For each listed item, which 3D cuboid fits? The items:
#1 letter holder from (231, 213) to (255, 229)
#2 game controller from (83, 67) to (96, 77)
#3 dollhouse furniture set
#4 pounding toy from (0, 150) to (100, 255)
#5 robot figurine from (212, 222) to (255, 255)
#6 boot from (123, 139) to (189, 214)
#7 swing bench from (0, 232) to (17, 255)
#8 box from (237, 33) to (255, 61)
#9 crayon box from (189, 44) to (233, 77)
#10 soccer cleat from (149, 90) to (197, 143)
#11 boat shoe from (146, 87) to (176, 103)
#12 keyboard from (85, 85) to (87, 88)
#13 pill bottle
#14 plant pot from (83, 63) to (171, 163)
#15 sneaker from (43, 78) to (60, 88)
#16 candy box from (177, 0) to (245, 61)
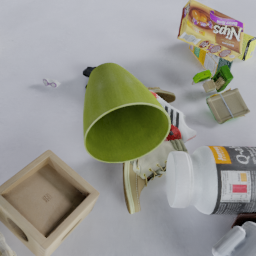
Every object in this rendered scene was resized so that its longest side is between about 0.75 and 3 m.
[{"bbox_3d":[2.922,2.271,6.112,1.062,0.754,0.534,2,43,2],"label":"letter holder"},{"bbox_3d":[-0.642,-1.912,10.736,2.171,0.457,1.132,23,19,22],"label":"game controller"},{"bbox_3d":[3.175,-1.033,9.874,1.292,0.990,1.972,-19,75,-11],"label":"dollhouse furniture set"},{"bbox_3d":[-2.401,1.583,6.125,2.587,1.183,2.273,38,50,11],"label":"pounding toy"},{"bbox_3d":[2.314,2.606,5.266,1.994,1.126,1.691,-44,98,-7],"label":"robot figurine"},{"bbox_3d":[0.760,1.133,7.288,1.793,0.836,2.319,1,42,0],"label":"boot"},{"bbox_3d":[-3.718,2.462,5.288,2.555,1.658,2.542,-20,45,-33],"label":"swing bench"},{"bbox_3d":[4.467,-3.983,12.678,0.630,0.947,2.515,-31,50,-30],"label":"box"},{"bbox_3d":[3.440,-3.444,11.535,0.688,1.678,2.669,-9,44,-10],"label":"crayon box"},{"bbox_3d":[1.260,-0.390,8.997,1.011,0.814,2.373,-11,46,-24],"label":"soccer cleat"},{"bbox_3d":[0.969,-1.238,10.006,1.495,0.553,0.496,8,49,8],"label":"boat shoe"},{"bbox_3d":[-0.808,-1.106,10.098,1.201,0.257,2.000,-10,45,-11],"label":"keyboard"},{"bbox_3d":[2.352,1.215,6.577,2.743,1.596,1.596,1,43,-2],"label":"pill bottle"},{"bbox_3d":[-0.205,-0.451,5.370,1.556,1.556,1.663,-11,50,-11],"label":"plant pot"},{"bbox_3d":[-2.954,-1.745,10.812,0.755,0.283,0.376,22,31,20],"label":"sneaker"},{"bbox_3d":[1.929,-2.228,6.453,1.497,0.423,0.874,17,72,-14],"label":"candy box"}]
